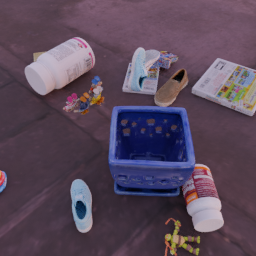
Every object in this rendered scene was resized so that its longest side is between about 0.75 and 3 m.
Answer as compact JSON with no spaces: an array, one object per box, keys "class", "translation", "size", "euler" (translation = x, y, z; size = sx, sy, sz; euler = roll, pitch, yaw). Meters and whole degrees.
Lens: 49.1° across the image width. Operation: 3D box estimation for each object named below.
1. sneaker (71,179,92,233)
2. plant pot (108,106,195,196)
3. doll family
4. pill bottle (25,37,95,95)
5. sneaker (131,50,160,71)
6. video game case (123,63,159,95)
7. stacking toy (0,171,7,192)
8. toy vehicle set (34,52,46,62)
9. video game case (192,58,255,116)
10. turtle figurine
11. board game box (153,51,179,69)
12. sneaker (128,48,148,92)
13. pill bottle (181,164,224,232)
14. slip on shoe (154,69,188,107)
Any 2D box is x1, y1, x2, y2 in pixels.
[{"class":"sneaker","translation":[-1.346,2.105,8.151],"size":[0.623,0.690,1.684],"euler":[-12,48,-13]},{"class":"plant pot","translation":[0.615,0.812,8.446],"size":[2.276,2.047,2.277],"euler":[2,46,1]},{"class":"doll family","translation":[-1.273,-0.857,8.935],"size":[1.561,0.969,0.703],"euler":[-40,82,-21]},{"class":"pill bottle","translation":[-2.905,-2.670,12.097],"size":[1.565,1.565,2.760],"euler":[30,52,25]},{"class":"sneaker","translation":[0.683,-2.643,11.621],"size":[0.658,0.637,1.801],"euler":[35,56,18]},{"class":"video game case","translation":[0.627,-2.257,12.661],"size":[1.445,0.182,2.018],"euler":[7,47,6]},{"class":"stacking toy","translation":[-4.281,1.243,8.389],"size":[0.829,1.510,0.876],"euler":[-9,40,-8]},{"class":"toy vehicle set","translation":[-4.051,-3.522,13.881],"size":[1.190,0.158,0.740],"euler":[-9,47,-9]},{"class":"video game case","translation":[4.586,-1.902,12.234],"size":[2.631,0.331,2.891],"euler":[26,51,23]},{"class":"turtle figurine","translation":[1.381,3.062,7.451],"size":[0.975,0.390,1.210],"euler":[16,40,5]},{"class":"board game box","translation":[1.719,-3.230,13.314],"size":[1.293,0.399,1.292],"euler":[-19,39,-32]},{"class":"sneaker","translation":[0.467,-1.964,9.575],"size":[0.615,1.501,0.555],"euler":[17,13,35]},{"class":"pill bottle","translation":[2.106,1.989,8.082],"size":[0.952,0.952,1.738],"euler":[-3,45,-3]},{"class":"slip on shoe","translation":[1.861,-1.727,11.810],"size":[0.849,0.676,2.232],"euler":[31,54,26]}]
